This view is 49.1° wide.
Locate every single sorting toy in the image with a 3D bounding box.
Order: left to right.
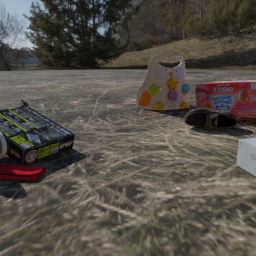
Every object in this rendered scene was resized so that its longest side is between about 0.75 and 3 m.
[{"bbox_3d":[1.870,-2.182,13.298,2.732,2.459,1.460,-6,15,-19],"label":"sorting toy"}]

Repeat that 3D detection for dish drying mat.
[{"bbox_3d":[-2.576,0.926,6.040,1.486,0.135,0.571,2,15,7],"label":"dish drying mat"}]

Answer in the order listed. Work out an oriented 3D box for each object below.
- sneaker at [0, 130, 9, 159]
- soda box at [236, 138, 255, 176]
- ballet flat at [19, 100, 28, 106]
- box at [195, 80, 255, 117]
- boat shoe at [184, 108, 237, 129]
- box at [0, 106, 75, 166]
[{"bbox_3d":[-3.705,0.463,6.133,2.042,0.854,1.233,-7,6,30],"label":"sneaker"},{"bbox_3d":[3.085,0.790,5.536,0.702,0.656,2.060,-4,15,-15],"label":"soda box"},{"bbox_3d":[-5.244,-1.218,13.915,0.320,0.320,0.876,-12,21,-38],"label":"ballet flat"},{"bbox_3d":[4.283,-1.243,11.409,1.433,1.322,2.792,-12,13,-37],"label":"box"},{"bbox_3d":[2.906,-0.323,9.717,1.852,0.690,0.679,-3,13,-5],"label":"boat shoe"},{"bbox_3d":[-2.727,0.105,7.422,2.074,0.459,1.662,27,26,26],"label":"box"}]
